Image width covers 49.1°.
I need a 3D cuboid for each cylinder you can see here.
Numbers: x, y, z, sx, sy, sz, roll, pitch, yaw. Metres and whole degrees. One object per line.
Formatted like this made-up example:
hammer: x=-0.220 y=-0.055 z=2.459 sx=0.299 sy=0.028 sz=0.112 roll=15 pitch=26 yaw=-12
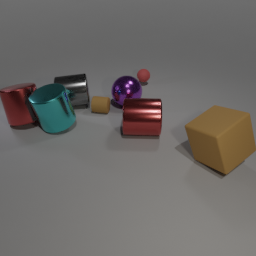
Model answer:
cylinder: x=-2.483 y=-1.667 z=12.557 sx=1.400 sy=1.400 sz=1.400 roll=-8 pitch=31 yaw=-6
cylinder: x=0.534 y=-0.418 z=10.525 sx=1.400 sy=1.400 sz=1.400 roll=1 pitch=31 yaw=3
cylinder: x=-1.186 y=-1.022 z=12.246 sx=0.700 sy=0.700 sz=0.700 roll=6 pitch=31 yaw=9
cylinder: x=-2.864 y=-0.768 z=10.752 sx=1.400 sy=1.400 sz=1.400 roll=-9 pitch=38 yaw=7
cylinder: x=-4.244 y=-0.975 z=11.208 sx=1.400 sy=1.400 sz=1.400 roll=-8 pitch=20 yaw=3

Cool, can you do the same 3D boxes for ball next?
ball: x=0.827 y=-2.791 z=14.884 sx=0.700 sy=0.700 sz=0.700 roll=0 pitch=31 yaw=0
ball: x=-0.055 y=-1.655 z=12.624 sx=1.400 sy=1.400 sz=1.400 roll=0 pitch=31 yaw=0

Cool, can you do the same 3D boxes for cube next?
cube: x=2.880 y=0.310 z=8.747 sx=1.400 sy=1.400 sz=1.400 roll=-32 pitch=28 yaw=-19
